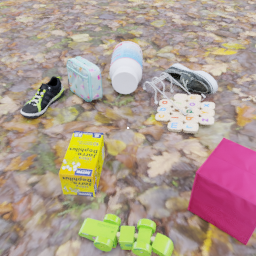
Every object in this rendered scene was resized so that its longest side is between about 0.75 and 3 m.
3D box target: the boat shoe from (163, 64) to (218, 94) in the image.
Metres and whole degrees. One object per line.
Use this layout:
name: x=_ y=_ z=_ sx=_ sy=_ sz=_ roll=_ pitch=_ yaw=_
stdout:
boat shoe: x=2.825 y=-2.156 z=13.183 sx=1.040 sy=1.057 sz=2.933 roll=-33 pitch=40 yaw=-20

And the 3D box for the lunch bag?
lunch bag: x=-1.999 y=-2.234 z=12.499 sx=0.810 sy=1.686 sz=2.102 roll=-25 pitch=40 yaw=-31

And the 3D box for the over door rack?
over door rack: x=1.984 y=-1.452 z=12.338 sx=2.337 sy=0.778 sz=1.726 roll=35 pitch=41 yaw=16

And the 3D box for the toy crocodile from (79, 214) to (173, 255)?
toy crocodile: x=-0.071 y=2.937 z=7.496 sx=2.560 sy=0.790 sz=0.864 roll=5 pitch=42 yaw=12

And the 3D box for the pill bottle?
pill bottle: x=-0.077 y=-2.901 z=13.470 sx=1.544 sy=1.544 sz=2.840 roll=2 pitch=40 yaw=2

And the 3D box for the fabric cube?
fabric cube: x=3.047 y=1.731 z=8.001 sx=1.842 sy=1.813 sz=1.848 roll=27 pitch=48 yaw=29

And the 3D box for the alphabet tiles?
alphabet tiles: x=2.421 y=-0.667 z=11.829 sx=2.368 sy=0.177 sz=2.421 roll=5 pitch=43 yaw=14

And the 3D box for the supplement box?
supplement box: x=-1.439 y=1.131 z=9.220 sx=1.062 sy=1.069 sz=1.951 roll=3 pitch=42 yaw=4

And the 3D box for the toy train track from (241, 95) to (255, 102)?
toy train track: x=5.551 y=-1.355 z=12.784 sx=0.782 sy=0.127 sz=0.448 roll=-12 pitch=43 yaw=-13

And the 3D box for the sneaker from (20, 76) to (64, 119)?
sneaker: x=-3.765 y=-1.453 z=12.170 sx=0.926 sy=1.069 sz=2.582 roll=17 pitch=44 yaw=18
